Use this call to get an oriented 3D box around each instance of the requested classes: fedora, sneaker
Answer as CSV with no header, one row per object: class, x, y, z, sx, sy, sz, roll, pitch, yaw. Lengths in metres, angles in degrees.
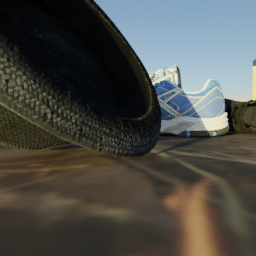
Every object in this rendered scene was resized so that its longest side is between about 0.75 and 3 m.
fedora,-0.802,-0.532,2.692,1.153,2.524,2.524,-34,-13,25
sneaker,2.274,-0.251,5.216,2.465,0.740,1.286,4,-2,4
sneaker,0.488,-0.355,5.103,2.532,0.975,0.959,-1,4,9

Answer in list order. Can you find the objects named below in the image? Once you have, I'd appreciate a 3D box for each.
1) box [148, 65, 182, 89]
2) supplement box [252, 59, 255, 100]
box,0.631,-0.947,8.587,2.086,1.428,0.416,-11,-18,27
supplement box,3.918,-0.785,6.599,1.677,1.675,1.126,2,3,37
